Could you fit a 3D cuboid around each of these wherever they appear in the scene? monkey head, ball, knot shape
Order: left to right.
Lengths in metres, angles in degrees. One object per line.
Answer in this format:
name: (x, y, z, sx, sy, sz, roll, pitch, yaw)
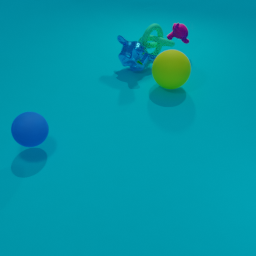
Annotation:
ball: (-2.555, 0.037, 7.320, 0.932, 0.932, 0.932, 0, 43, 0)
monkey head: (0.318, -2.805, 10.347, 1.760, 1.266, 1.061, 27, 65, -11)
knot shape: (0.972, -3.340, 11.106, 1.505, 1.408, 0.695, 17, 59, -36)
ball: (1.479, -1.994, 9.585, 1.322, 1.322, 1.322, 0, 43, 0)
monkey head: (1.992, -3.750, 11.172, 0.787, 1.094, 0.659, -43, 45, 8)
